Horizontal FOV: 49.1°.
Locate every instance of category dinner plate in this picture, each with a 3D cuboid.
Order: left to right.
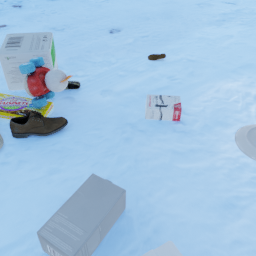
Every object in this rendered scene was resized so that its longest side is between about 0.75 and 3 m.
[{"bbox_3d":[5.133,0.500,10.396,2.212,0.268,2.212,-1,41,1],"label":"dinner plate"}]

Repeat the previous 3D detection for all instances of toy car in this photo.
[{"bbox_3d":[-3.049,-1.949,11.370,1.914,1.764,1.692,-5,26,13],"label":"toy car"}]

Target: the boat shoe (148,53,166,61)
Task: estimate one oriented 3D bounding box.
[{"bbox_3d":[1.607,-3.951,15.589,1.017,0.367,0.366,-8,9,7],"label":"boat shoe"}]

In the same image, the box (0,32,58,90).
[{"bbox_3d":[-4.642,-3.225,13.421,2.272,1.947,2.261,-4,41,-8],"label":"box"}]

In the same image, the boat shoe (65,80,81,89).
[{"bbox_3d":[-2.820,-2.018,13.206,1.148,0.409,0.346,-4,37,-8],"label":"boat shoe"}]

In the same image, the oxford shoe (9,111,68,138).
[{"bbox_3d":[-3.405,-0.198,10.701,2.174,0.918,0.790,-9,39,-13],"label":"oxford shoe"}]

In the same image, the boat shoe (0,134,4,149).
[{"bbox_3d":[-5.121,0.364,10.502,0.503,0.583,1.604,-46,52,12],"label":"boat shoe"}]

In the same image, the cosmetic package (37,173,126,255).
[{"bbox_3d":[-1.137,2.450,7.540,1.235,1.042,2.311,24,43,25],"label":"cosmetic package"}]

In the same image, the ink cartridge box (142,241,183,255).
[{"bbox_3d":[0.332,3.752,6.120,2.430,0.810,1.407,-21,45,-22],"label":"ink cartridge box"}]

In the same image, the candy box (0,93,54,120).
[{"bbox_3d":[-4.608,-0.839,11.796,2.579,0.341,1.318,10,40,7],"label":"candy box"}]

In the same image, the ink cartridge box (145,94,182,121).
[{"bbox_3d":[1.455,-0.860,11.693,1.453,0.608,1.048,3,41,3],"label":"ink cartridge box"}]
